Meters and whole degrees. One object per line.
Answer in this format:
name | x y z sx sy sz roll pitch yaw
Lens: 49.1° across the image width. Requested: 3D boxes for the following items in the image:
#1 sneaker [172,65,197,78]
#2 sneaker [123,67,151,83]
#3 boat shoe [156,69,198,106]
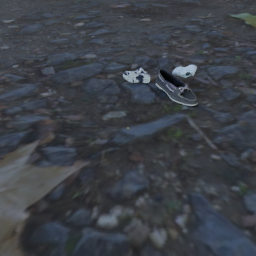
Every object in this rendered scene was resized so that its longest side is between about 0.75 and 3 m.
sneaker | 1.968 -1.973 9.944 0.940 0.331 0.377 -6 52 40
sneaker | 0.304 -1.997 10.417 1.023 0.408 0.666 1 33 -7
boat shoe | 1.600 -1.409 9.516 0.676 0.576 2.021 -19 40 -24
